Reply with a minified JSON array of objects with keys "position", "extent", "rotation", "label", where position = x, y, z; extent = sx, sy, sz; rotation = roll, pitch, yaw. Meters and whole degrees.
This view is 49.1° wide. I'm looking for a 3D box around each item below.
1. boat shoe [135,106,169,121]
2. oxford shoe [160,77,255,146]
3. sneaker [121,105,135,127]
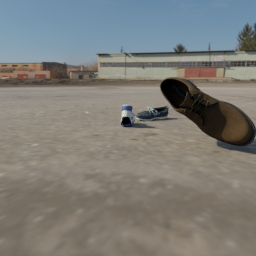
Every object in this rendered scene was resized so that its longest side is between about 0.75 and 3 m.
[{"position":[0.930,-0.572,10.545],"extent":[1.476,0.456,0.553],"rotation":[-5,29,-26],"label":"boat shoe"},{"position":[1.641,-0.372,6.285],"extent":[2.464,0.895,1.040],"rotation":[37,20,31],"label":"oxford shoe"},{"position":[-0.041,-0.278,9.194],"extent":[0.440,0.629,1.089],"rotation":[5,-19,9],"label":"sneaker"}]
